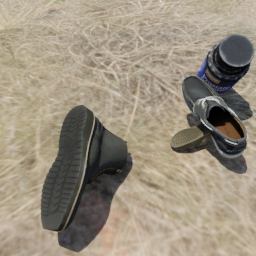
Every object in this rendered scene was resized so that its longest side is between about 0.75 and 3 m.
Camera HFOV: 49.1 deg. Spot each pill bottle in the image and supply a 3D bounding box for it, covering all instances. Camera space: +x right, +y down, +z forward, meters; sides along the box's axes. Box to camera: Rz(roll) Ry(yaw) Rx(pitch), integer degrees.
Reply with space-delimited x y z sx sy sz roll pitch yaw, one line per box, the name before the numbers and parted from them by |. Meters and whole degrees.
pill bottle | 2.849 -1.820 8.341 1.231 2.202 1.231 0 79 2

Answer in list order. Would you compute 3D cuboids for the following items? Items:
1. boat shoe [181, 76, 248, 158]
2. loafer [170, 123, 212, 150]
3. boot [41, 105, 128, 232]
boat shoe | 2.156 -0.487 7.091 0.910 0.857 2.535 -27 60 1
loafer | 1.865 0.253 7.544 1.502 0.507 0.571 -23 39 -1
boot | -0.715 1.018 6.066 1.003 1.790 2.588 -7 59 37
